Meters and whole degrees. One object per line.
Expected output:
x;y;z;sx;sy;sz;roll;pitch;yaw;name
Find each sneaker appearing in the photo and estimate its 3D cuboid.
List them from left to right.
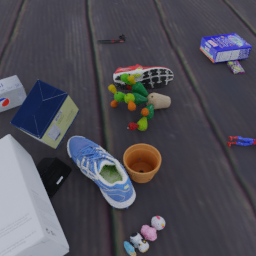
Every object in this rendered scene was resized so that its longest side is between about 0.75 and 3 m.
-0.707;0.914;7.271;0.965;0.982;2.549;-35;56;-27;sneaker
0.552;-1.996;10.148;2.160;0.832;0.917;-1;42;-2;sneaker

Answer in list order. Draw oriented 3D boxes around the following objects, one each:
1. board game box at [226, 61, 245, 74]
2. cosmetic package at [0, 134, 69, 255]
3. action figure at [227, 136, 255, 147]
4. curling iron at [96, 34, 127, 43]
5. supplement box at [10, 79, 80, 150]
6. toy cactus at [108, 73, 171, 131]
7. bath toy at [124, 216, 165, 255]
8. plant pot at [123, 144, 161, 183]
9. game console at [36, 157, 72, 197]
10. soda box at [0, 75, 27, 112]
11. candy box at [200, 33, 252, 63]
4.205;-2.381;10.971;0.453;0.122;0.755;-8;47;-1;board game box
-2.677;1.731;6.160;1.635;1.176;2.897;-31;51;-6;cosmetic package
3.555;0.491;8.088;1.163;0.379;0.575;-2;36;-1;action figure
-0.721;-3.872;12.290;1.334;0.170;0.331;-10;84;-5;curling iron
-2.071;-0.301;7.263;0.873;1.299;1.300;26;77;12;supplement box
0.442;-0.789;9.018;1.932;1.197;2.342;2;41;-24;toy cactus
0.428;2.384;6.300;1.117;0.413;0.486;-33;55;-28;bath toy
0.369;0.995;7.410;0.973;0.681;0.973;0;47;0;plant pot
-2.156;1.302;7.528;0.858;0.568;0.976;38;52;-7;game console
-4.568;-0.916;9.165;2.295;0.728;0.783;-25;52;-21;soda box
3.950;-3.278;11.431;1.550;0.597;1.310;-9;43;-11;candy box
